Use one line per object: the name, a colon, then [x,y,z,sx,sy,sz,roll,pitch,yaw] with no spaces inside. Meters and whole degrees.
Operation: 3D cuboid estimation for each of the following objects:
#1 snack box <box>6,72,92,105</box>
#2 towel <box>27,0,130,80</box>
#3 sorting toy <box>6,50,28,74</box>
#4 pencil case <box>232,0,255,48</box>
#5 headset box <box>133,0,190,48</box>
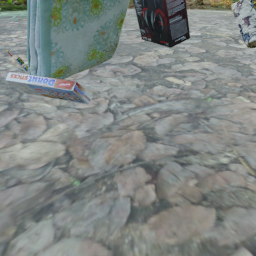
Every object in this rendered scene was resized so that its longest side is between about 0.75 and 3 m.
snack box: [-1.663,-0.828,5.824,1.816,0.653,0.221,12,74,26]
towel: [-1.012,-2.418,6.289,2.516,2.940,0.708,-30,65,-38]
sorting toy: [-3.186,-1.928,8.400,0.188,1.113,0.537,-42,21,-8]
pencil case: [3.330,-2.831,7.615,0.630,1.408,0.548,-11,-16,-5]
headset box: [0.882,-3.546,8.022,0.784,2.089,1.553,-30,38,-18]
